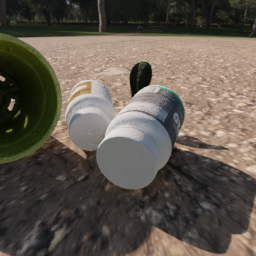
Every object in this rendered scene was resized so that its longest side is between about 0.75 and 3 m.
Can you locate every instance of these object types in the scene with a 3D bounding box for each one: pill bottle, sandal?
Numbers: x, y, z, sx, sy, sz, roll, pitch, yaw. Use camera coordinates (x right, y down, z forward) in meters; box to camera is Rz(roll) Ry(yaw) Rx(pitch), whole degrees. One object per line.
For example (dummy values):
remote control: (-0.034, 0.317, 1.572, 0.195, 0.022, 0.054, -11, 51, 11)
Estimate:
pill bottle: (-1.011, -0.379, 7.530, 1.294, 1.294, 2.263, -3, 26, -6)
sandal: (0.357, -1.142, 8.411, 0.677, 1.705, 0.486, 3, 2, 2)
pill bottle: (0.357, 0.103, 6.088, 1.400, 1.400, 2.475, 8, 30, 19)

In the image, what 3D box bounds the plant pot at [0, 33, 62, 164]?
plant pot: (-3.520, -0.761, 7.288, 2.868, 2.868, 2.724, -13, 12, -28)
